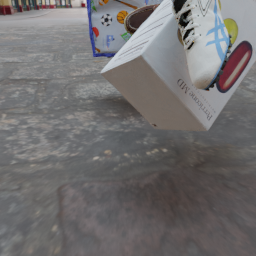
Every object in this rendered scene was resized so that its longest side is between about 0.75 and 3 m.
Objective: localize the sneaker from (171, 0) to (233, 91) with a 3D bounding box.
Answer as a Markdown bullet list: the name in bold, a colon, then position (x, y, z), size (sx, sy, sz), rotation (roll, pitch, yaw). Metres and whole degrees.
- **sneaker**: position (0.822, -1.333, 3.450), size (0.685, 1.890, 0.679), rotation (7, -20, -15)

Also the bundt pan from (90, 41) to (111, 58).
- **bundt pan**: position (-0.602, -3.265, 10.392), size (1.527, 1.527, 0.573), rotation (5, -11, 10)

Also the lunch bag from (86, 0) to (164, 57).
- **lunch bag**: position (0.177, -3.548, 8.826), size (2.912, 2.476, 1.803), rotation (-9, 19, -13)

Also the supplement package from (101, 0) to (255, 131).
- **supplement package**: position (1.232, -1.581, 5.157), size (2.988, 1.699, 1.636), rotation (-52, 21, -16)

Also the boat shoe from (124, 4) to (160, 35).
- **boat shoe**: position (0.864, -2.599, 6.454), size (1.911, 0.689, 0.688), rotation (-9, 6, -6)
